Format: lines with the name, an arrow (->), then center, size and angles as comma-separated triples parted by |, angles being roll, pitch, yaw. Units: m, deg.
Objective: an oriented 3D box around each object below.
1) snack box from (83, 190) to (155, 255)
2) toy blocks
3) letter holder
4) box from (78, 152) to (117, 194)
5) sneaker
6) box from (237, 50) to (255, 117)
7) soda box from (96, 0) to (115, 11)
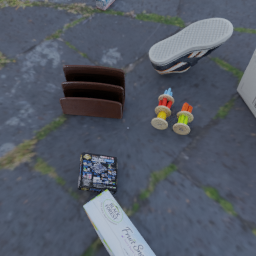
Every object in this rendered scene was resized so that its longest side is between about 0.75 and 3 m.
snack box -> 0.106, 2.679, 5.697 | 0.665, 1.785, 2.511 | -31, 61, -19
toy blocks -> 1.468, -0.582, 8.709 | 1.200, 0.523, 1.440 | 14, 57, 10
letter holder -> -1.072, -1.118, 8.571 | 1.905, 1.354, 0.958 | 5, 56, 3
box -> -0.776, 1.177, 7.375 | 1.006, 0.250, 0.998 | 11, 54, -19
sneaker -> 2.082, -2.693, 9.413 | 2.785, 1.106, 1.092 | -20, 66, 6
box -> 4.928, -1.151, 7.606 | 1.935, 2.960, 2.945 | -14, 57, -9
soda box -> -0.869, -5.741, 12.281 | 0.433, 0.466, 1.363 | 24, 59, 15
